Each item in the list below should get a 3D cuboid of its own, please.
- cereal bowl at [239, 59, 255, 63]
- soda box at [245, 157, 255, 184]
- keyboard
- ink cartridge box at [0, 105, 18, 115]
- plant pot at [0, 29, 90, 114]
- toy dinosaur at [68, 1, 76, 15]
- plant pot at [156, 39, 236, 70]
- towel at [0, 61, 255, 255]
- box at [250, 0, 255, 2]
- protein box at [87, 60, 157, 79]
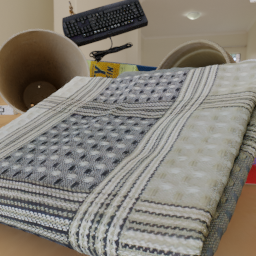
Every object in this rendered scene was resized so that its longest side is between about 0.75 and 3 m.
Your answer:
[{"bbox_3d":[4.803,-1.182,9.438,2.969,1.237,2.969,-1,38,1],"label":"cereal bowl"},{"bbox_3d":[1.448,0.220,3.155,2.046,0.716,0.649,1,8,7],"label":"soda box"},{"bbox_3d":[-0.625,-3.071,8.850,2.682,1.705,0.276,-21,-3,-10],"label":"keyboard"},{"bbox_3d":[-5.030,-0.723,11.235,1.042,0.348,0.604,-1,8,-4],"label":"ink cartridge box"},{"bbox_3d":[-2.769,-1.328,9.128,2.622,2.622,2.800,-3,-8,-18],"label":"plant pot"},{"bbox_3d":[-2.156,-4.374,10.633,0.242,0.801,0.425,-6,38,-26],"label":"toy dinosaur"},{"bbox_3d":[1.725,-0.632,5.997,1.728,1.992,1.992,14,-3,-39],"label":"plant pot"},{"bbox_3d":[-0.101,-0.095,2.708,2.583,0.463,2.682,1,29,35],"label":"towel"},{"bbox_3d":[2.021,-2.486,3.520,0.390,1.550,2.148,-3,19,9],"label":"box"},{"bbox_3d":[-0.089,-1.700,11.527,2.775,1.872,2.754,15,16,35],"label":"protein box"}]
